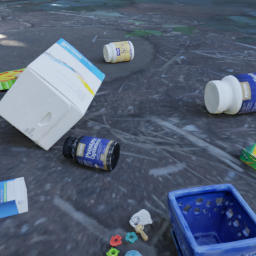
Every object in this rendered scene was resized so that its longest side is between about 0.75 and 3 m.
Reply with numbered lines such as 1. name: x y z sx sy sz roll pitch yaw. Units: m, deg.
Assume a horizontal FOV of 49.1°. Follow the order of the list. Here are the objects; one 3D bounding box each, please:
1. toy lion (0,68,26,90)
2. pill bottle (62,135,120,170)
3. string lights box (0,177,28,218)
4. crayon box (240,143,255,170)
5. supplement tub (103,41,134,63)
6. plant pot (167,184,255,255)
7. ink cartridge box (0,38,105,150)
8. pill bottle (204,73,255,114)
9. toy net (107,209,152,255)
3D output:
1. toy lion: -4.921 -2.302 12.710 2.360 0.845 2.462 8 31 27
2. pill bottle: -1.016 0.651 7.740 1.453 0.813 0.813 9 33 15
3. string lights box: -3.132 1.679 6.409 1.515 0.447 0.778 -10 33 -16
4. crayon box: 3.871 0.934 7.678 0.776 0.381 1.307 -17 36 -25
5. supplement tub: -0.515 -4.140 15.283 1.449 1.054 1.054 -13 34 -19
6. plant pot: 1.526 1.980 5.181 1.364 1.227 1.364 -6 32 -9
7. ink cartridge box: -2.276 -1.120 8.718 1.930 1.965 2.669 40 30 -17
8. pill bottle: 4.177 -1.241 10.237 2.471 1.430 1.430 -8 32 -10
9. toy net: 0.081 2.226 5.740 0.717 0.264 1.367 6 30 15
